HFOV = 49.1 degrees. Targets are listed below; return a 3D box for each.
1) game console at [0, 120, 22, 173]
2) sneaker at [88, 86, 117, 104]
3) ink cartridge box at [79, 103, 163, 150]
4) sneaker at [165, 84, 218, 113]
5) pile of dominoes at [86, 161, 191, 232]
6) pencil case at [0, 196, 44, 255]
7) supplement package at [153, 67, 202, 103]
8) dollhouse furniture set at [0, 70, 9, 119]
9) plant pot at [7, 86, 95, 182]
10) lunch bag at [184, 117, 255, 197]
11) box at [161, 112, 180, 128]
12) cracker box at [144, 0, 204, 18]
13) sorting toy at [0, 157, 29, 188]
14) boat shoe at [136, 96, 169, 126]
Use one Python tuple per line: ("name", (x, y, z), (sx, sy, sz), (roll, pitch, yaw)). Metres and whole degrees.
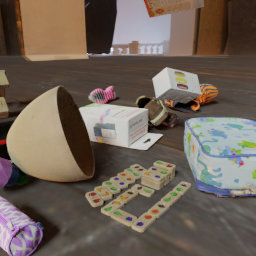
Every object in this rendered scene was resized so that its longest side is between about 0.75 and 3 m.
("game console", (-3.055, 0.515, 6.626), (2.937, 0.456, 2.598), (-15, 29, -37))
("sneaker", (-1.229, -1.354, 12.087), (0.837, 0.693, 1.754), (-7, 8, 31))
("ink cartridge box", (-0.303, -0.112, 7.796), (2.316, 0.780, 1.356), (9, 20, 25))
("sneaker", (2.669, -1.056, 10.872), (2.279, 0.884, 1.277), (-14, 25, -10))
("pile of dominoes", (0.192, 1.040, 5.078), (1.412, 0.288, 1.812), (13, 22, 35))
("pencil case", (-1.682, 1.314, 3.851), (1.204, 0.515, 0.505), (12, 59, 40))
("supplement package", (1.253, -1.066, 7.168), (1.069, 0.608, 0.586), (4, -23, -33))
("dollhouse furniture set", (-5.350, -0.727, 10.368), (2.008, 1.720, 2.111), (-12, 57, -33))
("plant pot", (-1.551, 0.262, 5.448), (1.245, 1.855, 1.855), (-19, 18, 3))
("lunch bag", (2.190, 0.476, 5.690), (1.894, 0.971, 2.356), (-1, 18, 1))
("box", (1.236, -0.305, 8.961), (0.386, 0.289, 0.771), (-50, 36, -9))
("cracker box", (1.353, -3.972, 8.318), (1.730, 0.499, 1.159), (-5, -15, 15))
("sorting toy", (-2.865, 0.339, 5.938), (2.943, 1.020, 1.013), (37, 0, 39))
("boat shoe", (0.672, -0.738, 9.023), (0.826, 0.824, 2.232), (42, 1, -13))
